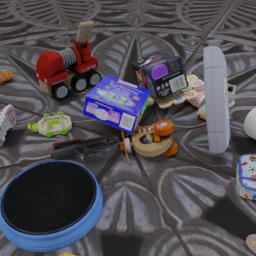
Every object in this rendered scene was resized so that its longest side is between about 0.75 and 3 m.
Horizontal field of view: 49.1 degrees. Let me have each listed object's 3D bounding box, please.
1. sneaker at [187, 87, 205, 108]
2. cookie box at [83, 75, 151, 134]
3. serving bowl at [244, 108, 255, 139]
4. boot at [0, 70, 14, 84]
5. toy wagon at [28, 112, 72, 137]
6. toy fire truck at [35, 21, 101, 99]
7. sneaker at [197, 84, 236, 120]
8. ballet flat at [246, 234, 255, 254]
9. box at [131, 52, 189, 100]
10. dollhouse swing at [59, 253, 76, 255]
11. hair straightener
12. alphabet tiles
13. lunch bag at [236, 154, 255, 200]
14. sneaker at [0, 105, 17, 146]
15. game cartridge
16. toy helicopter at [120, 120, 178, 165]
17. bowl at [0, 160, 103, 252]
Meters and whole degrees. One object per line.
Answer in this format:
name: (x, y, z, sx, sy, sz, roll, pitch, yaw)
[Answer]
sneaker: (3.039, -1.498, 11.551, 0.909, 0.655, 1.739, 33, 52, 30)
cookie box: (-0.303, -0.889, 9.584, 1.792, 0.787, 2.095, 21, 32, 6)
serving bowl: (5.150, -0.366, 9.400, 2.379, 0.783, 2.379, -11, 22, 4)
boot: (-6.119, -2.537, 12.965, 1.237, 0.611, 1.594, -28, 46, -30)
toy wagon: (-2.786, -0.100, 10.018, 1.490, 0.295, 1.156, -11, 38, -13)
toy fire truck: (-2.370, -2.921, 11.511, 2.613, 2.969, 1.910, -28, 44, -32)
sneaker: (3.396, -1.062, 10.714, 0.809, 0.983, 2.138, 30, 47, 33)
ballet flat: (3.585, 2.703, 6.009, 1.930, 0.649, 0.657, 20, 41, 24)
box: (1.183, -2.114, 11.050, 1.389, 1.205, 2.273, -24, 24, -7)
dollhouse swing: (-1.201, 3.281, 5.627, 0.974, 0.942, 1.072, -35, 30, 24)
hair straightener: (-1.261, 0.698, 8.565, 2.311, 0.473, 0.889, -7, 38, 5)
alphabet tiles: (1.713, -1.587, 11.464, 2.581, 0.188, 2.525, -17, 30, -1)
lunch bag: (3.902, 1.451, 7.680, 1.754, 0.663, 1.405, 8, 40, 12)
sneaker: (-4.565, -0.131, 9.718, 0.866, 0.788, 1.958, -3, 38, 8)
game cartridge: (2.677, -0.826, 8.362, 0.621, 2.988, 1.990, -3, 5, 19)
toy helicopter: (0.287, 0.253, 9.257, 1.716, 1.023, 2.595, -29, 34, -20)
bowl: (-1.990, 1.844, 7.259, 2.632, 0.517, 2.632, 0, 37, 0)
